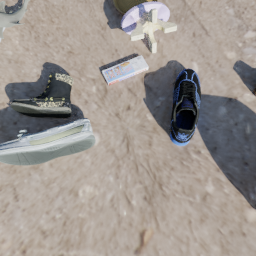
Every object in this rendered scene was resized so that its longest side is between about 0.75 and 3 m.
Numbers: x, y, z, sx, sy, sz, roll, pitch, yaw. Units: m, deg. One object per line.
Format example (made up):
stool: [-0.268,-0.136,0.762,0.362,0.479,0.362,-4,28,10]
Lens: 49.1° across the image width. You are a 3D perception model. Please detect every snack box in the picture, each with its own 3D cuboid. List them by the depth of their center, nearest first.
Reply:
snack box: [-0.092,-1.977,9.570,1.513,0.184,0.544,-24,70,-9]

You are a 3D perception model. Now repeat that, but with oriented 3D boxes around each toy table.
toy table: [0.744,-3.502,9.528,1.762,1.619,1.032,-24,54,1]

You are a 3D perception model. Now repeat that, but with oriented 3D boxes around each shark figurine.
shark figurine: [-3.862,-3.926,9.749,0.962,1.378,2.306,20,50,20]

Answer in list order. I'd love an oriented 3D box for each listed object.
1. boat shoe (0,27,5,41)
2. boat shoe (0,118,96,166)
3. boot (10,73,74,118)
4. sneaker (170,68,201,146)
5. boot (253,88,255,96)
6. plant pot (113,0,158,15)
boat shoe: [-4.741,-3.755,10.092,0.574,0.521,1.559,-4,68,-2]
boat shoe: [-2.414,0.393,8.227,2.832,1.044,0.908,-14,63,-10]
boot: [-2.667,-1.067,8.965,1.853,0.669,1.399,5,66,-5]
sneaker: [1.843,-0.816,8.645,0.941,1.045,2.683,8,69,4]
boot: [4.685,-1.629,9.179,0.504,0.654,1.350,36,73,13]
plant pot: [0.275,-4.880,10.697,1.734,0.238,1.734,0,69,0]
